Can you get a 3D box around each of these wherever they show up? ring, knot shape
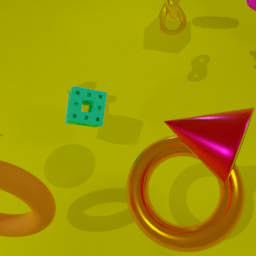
[{"bbox_3d":[-1.949,1.075,4.118,1.776,1.776,0.355,4,43,2],"label":"ring"},{"bbox_3d":[0.984,-2.824,6.526,0.554,1.122,1.199,4,78,31],"label":"knot shape"},{"bbox_3d":[0.939,1.039,4.768,1.979,0.396,1.979,-4,66,10],"label":"ring"}]

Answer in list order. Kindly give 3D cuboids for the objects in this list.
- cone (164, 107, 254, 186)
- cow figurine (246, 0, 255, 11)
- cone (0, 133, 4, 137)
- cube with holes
[{"bbox_3d":[0.996,0.080,3.875,1.090,1.086,1.086,21,62,23],"label":"cone"},{"bbox_3d":[3.408,-2.975,6.595,1.394,0.778,1.417,15,55,-28],"label":"cow figurine"},{"bbox_3d":[-2.770,0.068,4.967,1.248,1.253,1.248,-5,80,32],"label":"cone"},{"bbox_3d":[-0.995,-0.459,6.509,0.772,0.772,0.772,8,84,-17],"label":"cube with holes"}]
